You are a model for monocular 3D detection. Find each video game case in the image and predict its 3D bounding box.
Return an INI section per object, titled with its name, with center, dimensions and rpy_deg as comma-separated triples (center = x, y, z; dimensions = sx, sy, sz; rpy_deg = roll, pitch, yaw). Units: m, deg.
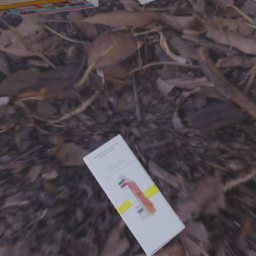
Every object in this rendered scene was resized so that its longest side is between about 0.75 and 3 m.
[video game case]
center = -1.435, -2.021, 4.338
dimensions = 1.588, 0.194, 2.221
rpy_deg = -4, 16, 6

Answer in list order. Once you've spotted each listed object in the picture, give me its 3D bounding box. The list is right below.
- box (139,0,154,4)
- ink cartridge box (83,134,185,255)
[box]
center = 0.462, -2.670, 4.873
dimensions = 0.897, 0.683, 0.477
rpy_deg = -3, 75, 35
[ink cartridge box]
center = 0.075, 0.936, 4.015
dimensions = 0.611, 1.064, 1.466
rpy_deg = -33, 78, -8
